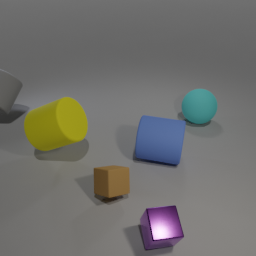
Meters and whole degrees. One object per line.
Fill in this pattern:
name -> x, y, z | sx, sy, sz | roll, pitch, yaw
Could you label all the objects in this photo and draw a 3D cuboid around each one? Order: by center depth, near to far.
cube -> 0.721, 2.189, 6.168 | 0.700, 0.700, 0.700 | -2, 54, -13
cube -> -0.437, 1.399, 7.455 | 0.700, 0.700, 0.700 | -1, 0, -40
cylinder -> -2.216, -0.102, 8.711 | 1.400, 1.400, 1.400 | -16, 21, 27
cylinder -> 1.048, 0.371, 8.985 | 1.400, 1.400, 1.400 | 9, 30, 10
cylinder -> -5.185, -1.452, 11.231 | 1.400, 1.400, 1.400 | 13, 72, 22
ball -> 2.864, -0.870, 11.256 | 1.400, 1.400, 1.400 | 0, 29, 0
